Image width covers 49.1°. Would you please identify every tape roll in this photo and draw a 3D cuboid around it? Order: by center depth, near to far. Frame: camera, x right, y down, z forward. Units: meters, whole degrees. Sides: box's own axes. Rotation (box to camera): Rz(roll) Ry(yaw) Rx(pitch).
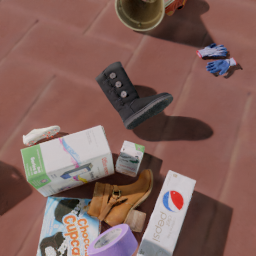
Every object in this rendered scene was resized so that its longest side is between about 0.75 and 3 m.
[{"bbox_3d":[-0.382,2.905,6.860,1.169,1.169,0.497,-29,92,-15],"label":"tape roll"}]

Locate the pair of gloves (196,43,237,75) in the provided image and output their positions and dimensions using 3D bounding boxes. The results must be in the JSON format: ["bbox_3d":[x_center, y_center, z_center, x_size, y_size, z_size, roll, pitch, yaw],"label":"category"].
[{"bbox_3d":[3.632,-2.820,11.453,1.303,0.185,1.621,-16,62,-7],"label":"pair of gloves"}]

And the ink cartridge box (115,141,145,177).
[{"bbox_3d":[0.067,1.014,9.228,0.723,0.417,0.989,16,63,8],"label":"ink cartridge box"}]

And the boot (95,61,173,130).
[{"bbox_3d":[0.178,-1.431,10.114,1.996,0.795,2.422,-31,66,1],"label":"boot"}]

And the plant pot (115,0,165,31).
[{"bbox_3d":[0.695,-5.646,12.101,2.098,2.098,1.920,12,51,7],"label":"plant pot"}]

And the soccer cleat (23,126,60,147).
[{"bbox_3d":[-3.008,0.174,9.687,1.304,0.452,0.506,-26,62,-10],"label":"soccer cleat"}]

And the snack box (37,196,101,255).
[{"bbox_3d":[-1.661,3.411,7.868,1.636,0.523,2.817,3,62,1],"label":"snack box"}]

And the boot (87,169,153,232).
[{"bbox_3d":[-0.185,1.919,8.321,1.635,0.808,2.106,18,55,1],"label":"boot"}]

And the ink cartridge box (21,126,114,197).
[{"bbox_3d":[-1.699,1.029,8.460,2.395,1.740,1.048,-19,63,-10],"label":"ink cartridge box"}]

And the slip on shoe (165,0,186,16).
[{"bbox_3d":[2.340,-5.776,12.831,2.107,0.780,0.645,-44,106,-28],"label":"slip on shoe"}]

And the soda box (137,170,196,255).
[{"bbox_3d":[1.129,2.619,8.128,0.881,0.824,2.588,21,64,11],"label":"soda box"}]
